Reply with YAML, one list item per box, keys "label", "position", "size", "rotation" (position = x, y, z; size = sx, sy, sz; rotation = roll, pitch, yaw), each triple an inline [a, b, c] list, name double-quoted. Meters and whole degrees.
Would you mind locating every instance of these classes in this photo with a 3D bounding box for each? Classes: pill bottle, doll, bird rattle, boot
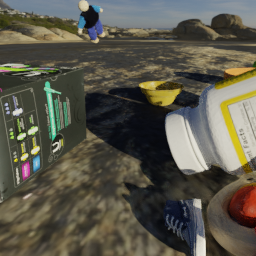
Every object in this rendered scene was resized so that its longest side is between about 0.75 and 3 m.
- label: "pill bottle"
  position: [2.054, -0.149, 4.348]
  size: [2.764, 1.538, 1.538]
  rotation: [-19, 13, 24]
- label: "doll"
  position: [-1.112, -3.116, 8.226]
  size: [0.992, 1.454, 0.352]
  rotation: [-45, 68, -8]
- label: "bird rattle"
  position: [1.754, 1.115, 3.193]
  size: [2.157, 1.215, 1.758]
  rotation: [-39, 22, -31]
- label: "boot"
  position: [0.673, 1.225, 3.424]
  size: [0.487, 0.392, 1.078]
  rotation: [-3, 12, 12]

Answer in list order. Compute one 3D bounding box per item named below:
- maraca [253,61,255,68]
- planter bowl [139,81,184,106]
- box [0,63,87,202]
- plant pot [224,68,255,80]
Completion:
- label: "maraca"
  position: [6.009, -1.943, 10.159]
  size: [2.026, 1.581, 2.955]
  rotation: [-31, 49, -19]
- label: "planter bowl"
  position: [1.080, -1.105, 9.190]
  size: [1.467, 0.611, 1.467]
  rotation: [0, 21, 0]
- label: "box"
  position: [-2.270, -0.198, 5.232]
  size: [2.005, 1.678, 2.700]
  rotation: [7, 22, 19]
- label: "plant pot"
  position: [3.476, -0.856, 7.553]
  size: [1.850, 1.295, 1.850]
  rotation: [0, 21, 0]
